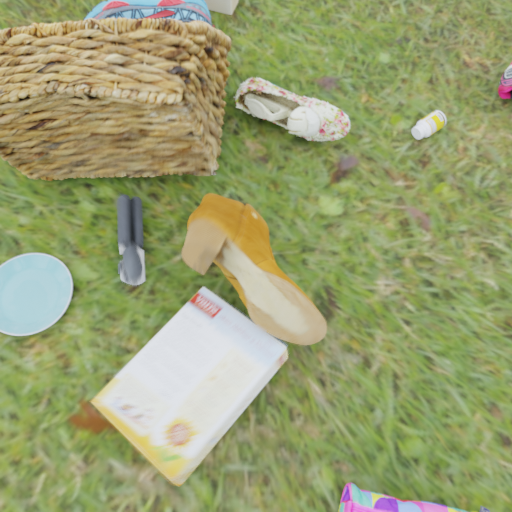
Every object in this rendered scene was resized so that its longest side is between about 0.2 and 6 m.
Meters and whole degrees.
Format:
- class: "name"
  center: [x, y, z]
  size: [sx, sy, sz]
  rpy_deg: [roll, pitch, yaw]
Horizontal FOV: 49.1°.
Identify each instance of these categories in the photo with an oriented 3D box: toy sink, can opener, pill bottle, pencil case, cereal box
- class: "toy sink"
  center: [-0.958, -6.182, 13.128]
  size: [0.984, 0.641, 0.551]
  rpy_deg: [17, 65, 9]
- class: "can opener"
  center: [-2.220, -0.340, 10.184]
  size: [0.474, 0.594, 1.777]
  rpy_deg: [8, 65, -34]
- class: "pill bottle"
  center: [3.539, -2.674, 11.517]
  size: [0.680, 0.378, 0.378]
  rpy_deg: [-33, 68, -16]
- class: "pencil case"
  center: [2.239, 3.877, 7.953]
  size: [2.147, 0.949, 0.949]
  rpy_deg: [9, 64, 5]
- class: "cereal box"
  center: [-1.023, 1.978, 8.989]
  size: [1.898, 0.521, 2.638]
  rpy_deg: [34, 68, 26]

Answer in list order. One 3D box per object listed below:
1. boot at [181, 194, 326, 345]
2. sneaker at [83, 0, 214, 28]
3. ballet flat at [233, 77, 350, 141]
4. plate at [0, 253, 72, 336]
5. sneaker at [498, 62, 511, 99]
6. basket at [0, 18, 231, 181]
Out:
- class: "boot"
  center: [0.101, 0.076, 9.170]
  size: [2.743, 0.965, 1.963]
  rpy_deg: [36, 30, -10]
- class: "sneaker"
  center: [-2.348, -4.815, 12.124]
  size: [2.987, 1.185, 1.427]
  rpy_deg: [-18, 64, -8]
- class: "ballet flat"
  center: [0.623, -2.831, 11.260]
  size: [2.519, 0.953, 0.805]
  rpy_deg: [25, 43, 21]
- class: "plate"
  center: [-4.028, 0.691, 9.939]
  size: [1.582, 0.202, 1.582]
  rpy_deg: [0, 63, 0]
- class: "sneaker"
  center: [6.215, -3.209, 11.551]
  size: [2.415, 0.973, 0.902]
  rpy_deg: [33, 83, 23]
- class: "basket"
  center: [-2.745, -3.327, 9.944]
  size: [4.138, 2.954, 3.083]
  rpy_deg: [0, 71, 12]
